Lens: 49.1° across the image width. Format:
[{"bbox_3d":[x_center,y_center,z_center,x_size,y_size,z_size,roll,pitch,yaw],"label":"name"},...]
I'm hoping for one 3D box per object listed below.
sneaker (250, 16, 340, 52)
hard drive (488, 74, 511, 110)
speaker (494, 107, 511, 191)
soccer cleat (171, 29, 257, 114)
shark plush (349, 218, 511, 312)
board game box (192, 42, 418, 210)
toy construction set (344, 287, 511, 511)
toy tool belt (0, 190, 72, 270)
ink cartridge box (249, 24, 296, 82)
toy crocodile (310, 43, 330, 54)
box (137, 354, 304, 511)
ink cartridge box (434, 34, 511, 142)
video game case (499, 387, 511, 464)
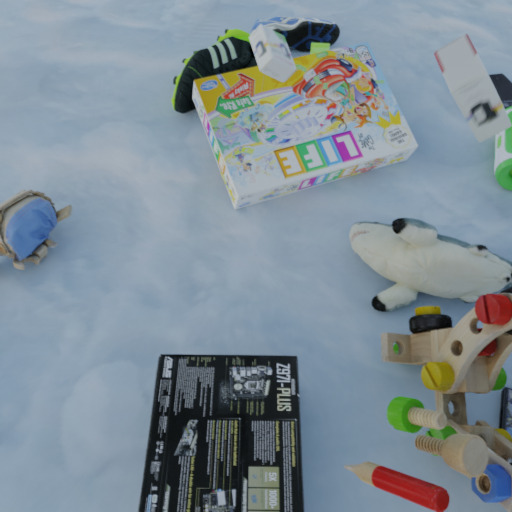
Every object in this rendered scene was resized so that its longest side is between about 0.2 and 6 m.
[{"bbox_3d":[0.950,-5.619,13.909,2.262,0.857,0.871,-2,54,-3],"label":"sneaker"},{"bbox_3d":[5.364,-3.494,12.494,1.040,0.326,1.542,-8,51,-7],"label":"hard drive"},{"bbox_3d":[5.151,-2.159,11.088,0.831,0.831,1.878,13,51,10],"label":"speaker"},{"bbox_3d":[-0.751,-4.159,12.620,1.288,1.073,3.177,26,53,12],"label":"soccer cleat"},{"bbox_3d":[3.298,-0.067,9.198,3.435,1.560,1.431,-1,20,5],"label":"shark plush"},{"bbox_3d":[0.938,-2.622,10.968,3.761,0.644,2.528,-18,76,-14],"label":"board game box"},{"bbox_3d":[2.354,1.873,7.135,3.154,2.424,2.631,-20,94,-30],"label":"toy construction set"},{"bbox_3d":[-3.938,-0.315,9.390,1.082,1.099,1.760,11,51,20],"label":"toy tool belt"},{"bbox_3d":[0.280,-3.439,9.530,0.595,0.359,0.819,9,57,-41],"label":"ink cartridge box"},{"bbox_3d":[1.312,-3.561,12.016,0.794,0.726,2.351,8,76,2],"label":"toy crocodile"},{"bbox_3d":[-0.382,2.485,7.097,1.898,0.998,2.318,0,50,0],"label":"box"},{"bbox_3d":[3.318,-2.536,8.557,0.544,1.313,0.957,-27,51,26],"label":"ink cartridge box"},{"bbox_3d":[4.018,2.542,7.593,1.376,0.175,1.243,15,52,12],"label":"video game case"}]
